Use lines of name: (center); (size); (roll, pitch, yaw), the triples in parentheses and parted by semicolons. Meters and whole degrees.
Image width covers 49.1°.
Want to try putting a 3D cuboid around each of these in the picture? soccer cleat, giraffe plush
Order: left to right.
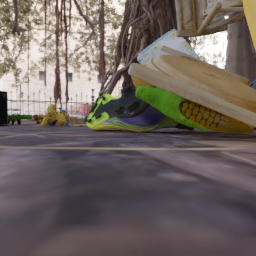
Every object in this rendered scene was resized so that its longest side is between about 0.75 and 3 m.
giraffe plush: (-2.348, -0.376, 9.298); (0.757, 0.806, 0.934); (23, -32, -12)
soccer cleat: (-0.039, -0.202, 5.259); (1.045, 0.807, 2.497); (32, -18, -24)

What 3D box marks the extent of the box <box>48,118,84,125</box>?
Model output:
box: (-2.365, -0.242, 11.042); (1.470, 0.277, 1.004); (0, 2, -9)

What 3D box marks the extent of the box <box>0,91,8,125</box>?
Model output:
box: (-5.616, -0.715, 10.284); (2.091, 1.289, 2.074); (-1, 0, -28)

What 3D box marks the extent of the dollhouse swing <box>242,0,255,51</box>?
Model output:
dollhouse swing: (2.649, -1.052, 3.220); (2.431, 2.352, 2.675); (0, 1, 19)

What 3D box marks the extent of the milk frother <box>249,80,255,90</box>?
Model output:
milk frother: (5.632, -1.528, 9.650); (2.343, 2.596, 2.442); (19, 16, 26)

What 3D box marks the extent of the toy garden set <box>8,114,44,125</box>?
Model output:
toy garden set: (-5.107, -0.374, 13.327); (1.996, 0.478, 2.394); (-4, 3, -41)

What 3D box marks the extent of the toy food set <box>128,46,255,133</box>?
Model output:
toy food set: (1.012, -0.497, 3.962); (1.968, 0.572, 2.851); (24, 24, 5)

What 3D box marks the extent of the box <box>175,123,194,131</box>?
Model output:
box: (0.923, -0.406, 5.098); (0.511, 0.382, 1.021); (9, -33, 28)

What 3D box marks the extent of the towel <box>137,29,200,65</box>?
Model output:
towel: (1.621, -2.911, 11.667); (2.075, 1.777, 0.500); (-35, -19, 7)

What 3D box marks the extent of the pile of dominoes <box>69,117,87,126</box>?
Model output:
pile of dominoes: (-1.020, -0.228, 9.827); (2.024, 0.322, 1.578); (-1, 2, -18)

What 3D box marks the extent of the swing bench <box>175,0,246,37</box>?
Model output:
swing bench: (1.740, -2.945, 5.684); (1.123, 1.721, 1.731); (-6, 3, -15)
